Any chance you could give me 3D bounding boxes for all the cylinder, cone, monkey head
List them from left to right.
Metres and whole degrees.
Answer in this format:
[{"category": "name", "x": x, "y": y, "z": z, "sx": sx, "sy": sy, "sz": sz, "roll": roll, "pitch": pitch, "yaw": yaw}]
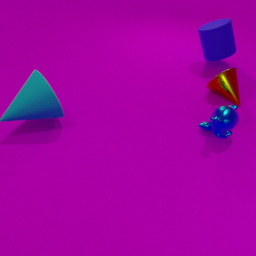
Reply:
[{"category": "cone", "x": -3.081, "y": -0.616, "z": 8.378, "sx": 1.656, "sy": 1.650, "sz": 1.650, "roll": -34, "pitch": 50, "yaw": -20}, {"category": "cylinder", "x": 3.657, "y": -3.602, "z": 11.467, "sx": 1.309, "sy": 1.309, "sz": 1.309, "roll": -18, "pitch": 27, "yaw": 9}, {"category": "monkey head", "x": 2.694, "y": -0.251, "z": 8.345, "sx": 1.104, "sy": 0.925, "sz": 1.535, "roll": 20, "pitch": 31, "yaw": 36}, {"category": "cone", "x": 3.629, "y": -1.267, "z": 9.892, "sx": 1.218, "sy": 1.218, "sz": 1.222, "roll": -20, "pitch": 71, "yaw": -22}]
